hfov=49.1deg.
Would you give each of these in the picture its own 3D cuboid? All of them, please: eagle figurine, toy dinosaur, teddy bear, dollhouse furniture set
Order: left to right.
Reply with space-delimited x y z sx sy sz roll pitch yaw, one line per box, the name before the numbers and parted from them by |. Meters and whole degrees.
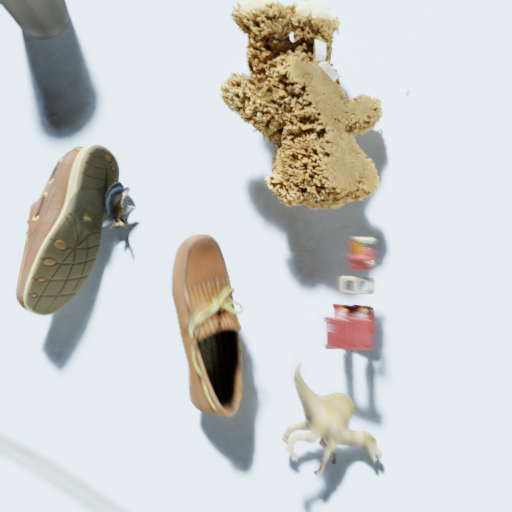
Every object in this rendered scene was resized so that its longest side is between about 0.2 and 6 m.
eagle figurine | -2.440 -0.875 9.938 0.581 0.584 0.769 -11 88 -42
teddy bear | 0.787 -2.722 9.883 2.986 1.375 4.118 -26 89 -34
toy dinosaur | 0.916 2.497 8.479 1.200 0.691 2.373 -46 115 -5
dollhouse furniture set | 1.468 0.562 8.764 0.673 0.890 1.655 1 98 16

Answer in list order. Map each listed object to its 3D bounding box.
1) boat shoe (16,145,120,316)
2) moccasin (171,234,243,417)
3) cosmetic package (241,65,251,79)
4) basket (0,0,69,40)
boat shoe | -3.339 -0.472 9.612 1.045 1.114 3.096 4 69 29
moccasin | -0.693 1.058 8.559 1.019 1.075 2.786 0 87 -33
cosmetic package | 0.213 -3.453 10.667 0.669 0.668 0.811 31 75 9
basket | -4.289 -5.085 10.535 1.257 1.848 1.666 8 76 0
